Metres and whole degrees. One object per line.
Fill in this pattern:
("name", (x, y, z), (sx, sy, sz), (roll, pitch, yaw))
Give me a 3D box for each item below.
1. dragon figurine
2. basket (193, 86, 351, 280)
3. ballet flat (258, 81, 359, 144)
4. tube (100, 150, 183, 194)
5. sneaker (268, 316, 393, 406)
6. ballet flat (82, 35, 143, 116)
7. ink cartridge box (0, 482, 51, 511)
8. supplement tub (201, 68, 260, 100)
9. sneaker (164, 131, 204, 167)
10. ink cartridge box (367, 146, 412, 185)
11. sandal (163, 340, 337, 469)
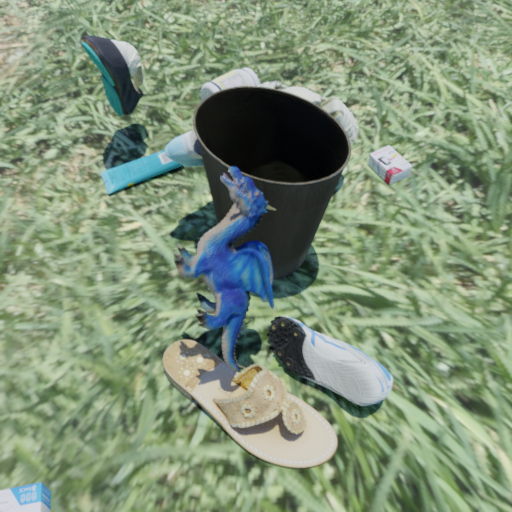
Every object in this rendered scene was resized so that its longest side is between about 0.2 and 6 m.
("dragon figurine", (-0.178, 0.293, 7.223), (1.373, 2.762, 0.813), (-18, 14, 3))
("basket", (0.205, -0.976, 9.127), (2.466, 2.735, 1.860), (31, 59, 21))
("ballet flat", (0.987, -2.438, 9.600), (2.435, 0.874, 0.874), (4, 45, -32))
("tube", (-2.292, -1.759, 11.330), (1.650, 0.416, 0.639), (-22, 49, -12))
("sneaker", (1.076, 1.566, 8.519), (2.123, 0.763, 0.769), (29, 14, 31))
("ballet flat", (-2.589, -3.528, 10.592), (0.927, 2.538, 0.927), (0, 79, -2))
("ink cartridge box", (-2.996, 3.596, 6.958), (0.745, 0.439, 1.294), (-10, 52, -8))
("supplement tub", (-0.559, -3.648, 12.532), (1.164, 0.844, 0.844), (-34, 59, -25))
("sneaker", (-1.019, -1.756, 9.419), (0.641, 1.564, 0.578), (-12, 84, 20))
("ink cartridge box", (2.719, -1.851, 11.424), (0.547, 0.318, 0.742), (-25, 57, -19))
("sandal", (-0.180, 1.949, 7.948), (2.904, 0.955, 1.065), (27, 56, 20))
